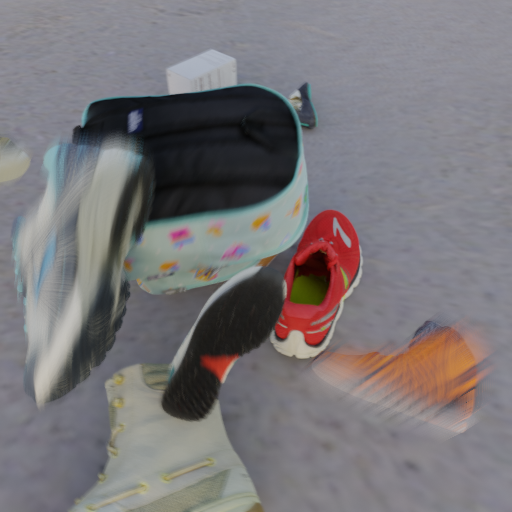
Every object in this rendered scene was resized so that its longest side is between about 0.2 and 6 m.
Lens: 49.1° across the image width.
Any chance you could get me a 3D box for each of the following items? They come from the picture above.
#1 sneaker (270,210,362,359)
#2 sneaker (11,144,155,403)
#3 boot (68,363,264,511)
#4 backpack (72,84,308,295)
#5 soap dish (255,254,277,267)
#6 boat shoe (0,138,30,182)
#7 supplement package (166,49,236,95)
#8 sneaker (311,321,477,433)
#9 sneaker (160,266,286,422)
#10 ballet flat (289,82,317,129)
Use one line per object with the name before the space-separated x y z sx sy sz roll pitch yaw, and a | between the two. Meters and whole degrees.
sneaker | 0.993 0.158 8.228 1.104 1.217 2.867 11 45 11
sneaker | -2.088 0.152 6.202 1.254 2.905 1.127 19 3 12
boot | -1.544 2.331 6.125 2.813 1.014 2.176 -9 45 -17
backpack | -0.752 -0.973 7.862 3.063 2.348 2.693 -12 52 9
soap dish | -0.120 -0.231 8.977 0.976 0.504 1.241 31 67 30
boat shoe | -4.492 -1.441 8.555 0.585 0.699 1.956 49 36 16
supplement package | -1.232 -4.033 12.878 0.830 0.833 1.419 34 53 30
sneaker | 1.558 1.144 6.127 1.874 0.727 1.050 22 79 -13
sneaker | -0.387 0.784 5.965 0.713 2.024 0.946 26 24 -13
ballet flat | 1.002 -3.357 12.408 0.587 0.587 1.606 -1 46 -1
